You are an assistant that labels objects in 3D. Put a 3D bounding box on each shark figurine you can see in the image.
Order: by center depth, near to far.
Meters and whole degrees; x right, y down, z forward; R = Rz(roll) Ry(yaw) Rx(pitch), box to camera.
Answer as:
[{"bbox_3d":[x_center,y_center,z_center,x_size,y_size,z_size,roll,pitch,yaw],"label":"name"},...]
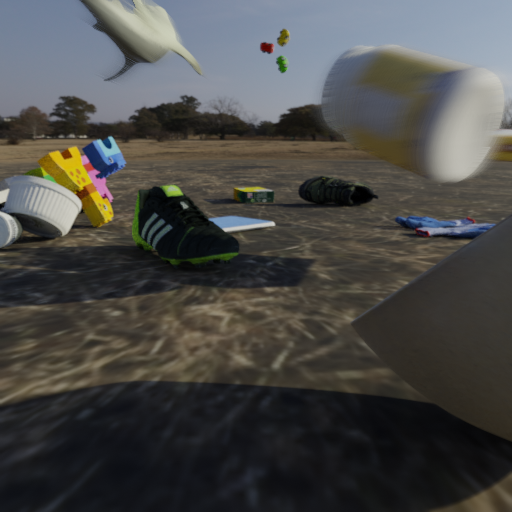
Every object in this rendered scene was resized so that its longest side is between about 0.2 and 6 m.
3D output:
[{"bbox_3d":[-0.870,-1.356,3.519,0.553,0.791,1.325,-37,-5,19],"label":"shark figurine"}]

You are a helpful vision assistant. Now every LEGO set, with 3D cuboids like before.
[{"bbox_3d":[-3.607,-1.298,11.477,1.484,1.596,3.890,-25,10,22],"label":"LEGO set"}]

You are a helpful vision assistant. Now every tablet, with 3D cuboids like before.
[{"bbox_3d":[-0.817,-0.565,10.766,2.080,0.142,1.353,-10,15,-42],"label":"tablet"}]

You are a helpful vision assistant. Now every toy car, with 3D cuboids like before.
[{"bbox_3d":[0.529,-4.486,12.447,0.201,0.849,0.902,-22,6,-41],"label":"toy car"}]

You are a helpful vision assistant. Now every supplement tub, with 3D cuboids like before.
[{"bbox_3d":[1.862,-1.805,6.901,1.359,1.359,1.869,-10,33,-40],"label":"supplement tub"}]

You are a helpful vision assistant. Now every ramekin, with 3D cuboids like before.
[{"bbox_3d":[-3.685,-0.789,9.588,1.216,0.638,1.216,11,-21,4],"label":"ramekin"}]

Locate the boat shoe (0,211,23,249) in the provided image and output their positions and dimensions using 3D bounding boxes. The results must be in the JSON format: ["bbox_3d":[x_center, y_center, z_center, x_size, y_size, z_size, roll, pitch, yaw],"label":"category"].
[{"bbox_3d":[-4.938,-0.459,8.934,2.360,0.810,0.668,6,6,-1],"label":"boat shoe"}]

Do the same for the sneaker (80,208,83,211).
[{"bbox_3d":[-4.710,-1.314,12.992,0.994,0.911,2.334,-1,0,35],"label":"sneaker"}]

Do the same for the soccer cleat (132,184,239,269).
[{"bbox_3d":[-1.136,-0.462,8.020,0.880,1.057,2.607,-8,14,-34],"label":"soccer cleat"}]

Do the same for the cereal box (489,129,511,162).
[{"bbox_3d":[3.947,-1.505,7.727,1.265,0.348,1.759,11,18,23],"label":"cereal box"}]

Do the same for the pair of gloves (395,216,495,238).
[{"bbox_3d":[3.645,-0.573,10.618,1.610,0.228,2.003,-2,11,-8],"label":"pair of gloves"}]

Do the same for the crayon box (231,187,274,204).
[{"bbox_3d":[-0.107,-1.714,15.744,0.857,0.343,1.350,-4,13,-18],"label":"crayon box"}]

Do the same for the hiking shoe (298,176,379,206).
[{"bbox_3d":[2.142,-1.700,14.635,2.030,0.769,1.022,0,8,-5],"label":"hiking shoe"}]

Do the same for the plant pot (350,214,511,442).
[{"bbox_3d":[1.590,0.381,3.178,1.758,1.180,1.758,-32,-10,-6],"label":"plant pot"}]
